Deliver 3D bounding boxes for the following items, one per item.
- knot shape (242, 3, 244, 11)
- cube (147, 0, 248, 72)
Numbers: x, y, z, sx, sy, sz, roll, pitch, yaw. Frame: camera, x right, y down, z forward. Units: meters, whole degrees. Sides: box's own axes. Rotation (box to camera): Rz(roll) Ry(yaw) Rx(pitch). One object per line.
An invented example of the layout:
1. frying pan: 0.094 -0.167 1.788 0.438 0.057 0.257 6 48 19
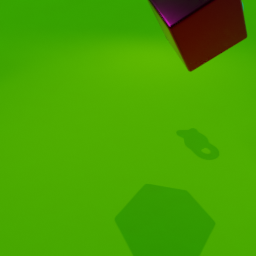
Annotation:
1. knot shape: 2.180 -2.949 6.991 0.639 1.382 1.293 8 58 -27
2. cube: 1.161 -1.920 4.779 1.139 1.139 1.139 -31 53 12
